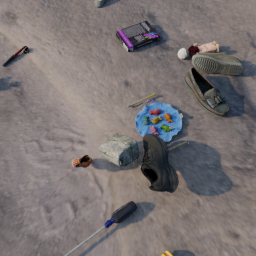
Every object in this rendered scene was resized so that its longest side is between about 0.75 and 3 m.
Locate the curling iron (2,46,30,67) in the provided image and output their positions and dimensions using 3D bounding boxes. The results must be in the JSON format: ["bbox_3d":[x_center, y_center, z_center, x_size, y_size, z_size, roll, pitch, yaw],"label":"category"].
[{"bbox_3d":[-4.696,-3.014,11.733,0.342,0.176,1.380,38,66,19],"label":"curling iron"}]

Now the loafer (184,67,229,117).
[{"bbox_3d":[2.912,-1.367,10.439,0.805,0.705,2.241,-30,64,-17],"label":"loafer"}]

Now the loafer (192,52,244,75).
[{"bbox_3d":[3.581,-2.632,11.258,2.042,0.768,0.711,13,49,2],"label":"loafer"}]

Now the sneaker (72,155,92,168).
[{"bbox_3d":[-1.311,1.050,8.889,0.510,0.910,0.353,-26,82,28],"label":"sneaker"}]

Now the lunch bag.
[{"bbox_3d":[-0.319,0.737,8.930,0.915,0.760,1.091,-29,36,-36],"label":"lunch bag"}]

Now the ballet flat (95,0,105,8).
[{"bbox_3d":[-1.265,-6.456,13.630,0.471,0.446,1.399,18,61,11],"label":"ballet flat"}]

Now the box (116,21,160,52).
[{"bbox_3d":[0.436,-4.042,12.286,1.617,0.292,1.156,-25,63,-13],"label":"box"}]

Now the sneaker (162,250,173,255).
[{"bbox_3d":[1.262,3.848,7.577,0.452,0.351,1.004,-39,64,-9],"label":"sneaker"}]

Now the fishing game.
[{"bbox_3d":[1.118,-0.254,9.986,1.718,0.373,2.399,-22,62,-10],"label":"fishing game"}]

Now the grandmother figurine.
[{"bbox_3d":[2.915,-3.210,11.704,1.682,0.509,1.020,-12,32,-4],"label":"grandmother figurine"}]

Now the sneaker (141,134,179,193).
[{"bbox_3d":[0.789,1.004,8.556,0.943,0.789,2.078,2,47,-28],"label":"sneaker"}]

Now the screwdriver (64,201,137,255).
[{"bbox_3d":[-0.811,2.982,8.013,2.663,0.371,0.387,-35,35,-22],"label":"screwdriver"}]
